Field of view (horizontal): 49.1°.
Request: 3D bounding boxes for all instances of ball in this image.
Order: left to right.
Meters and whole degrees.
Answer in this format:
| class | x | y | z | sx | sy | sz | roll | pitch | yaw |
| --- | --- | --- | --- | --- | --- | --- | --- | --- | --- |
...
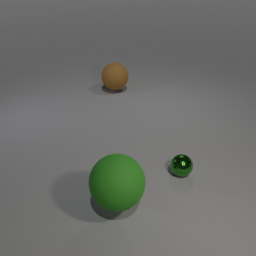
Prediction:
| class | x | y | z | sx | sy | sz | roll | pitch | yaw |
| --- | --- | --- | --- | --- | --- | --- | --- | --- | --- |
| ball | -0.671 | -2.675 | 14.482 | 1.400 | 1.400 | 1.400 | 0 | 30 | 0 |
| ball | -0.266 | 1.332 | 6.909 | 1.400 | 1.400 | 1.400 | 0 | 30 | 0 |
| ball | 1.667 | 1.161 | 8.702 | 0.700 | 0.700 | 0.700 | 0 | 30 | 0 |
